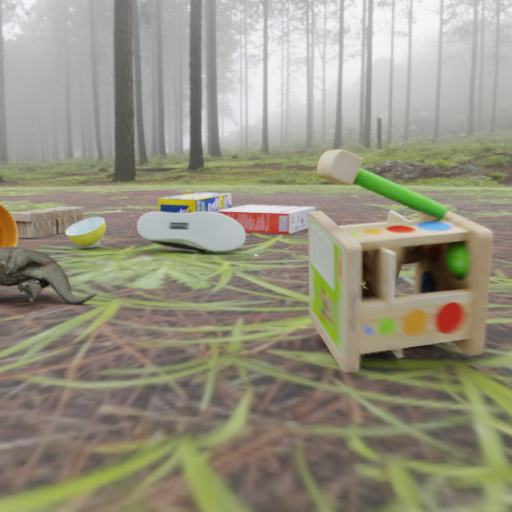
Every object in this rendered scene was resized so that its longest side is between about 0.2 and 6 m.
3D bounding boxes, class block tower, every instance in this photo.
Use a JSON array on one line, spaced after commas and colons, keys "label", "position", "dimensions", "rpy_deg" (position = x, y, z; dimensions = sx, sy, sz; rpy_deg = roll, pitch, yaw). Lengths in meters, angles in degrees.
[{"label": "block tower", "position": [-5.528, -0.911, 14.933], "dimensions": [0.644, 0.690, 2.385], "rpy_deg": [3, 8, 16]}]

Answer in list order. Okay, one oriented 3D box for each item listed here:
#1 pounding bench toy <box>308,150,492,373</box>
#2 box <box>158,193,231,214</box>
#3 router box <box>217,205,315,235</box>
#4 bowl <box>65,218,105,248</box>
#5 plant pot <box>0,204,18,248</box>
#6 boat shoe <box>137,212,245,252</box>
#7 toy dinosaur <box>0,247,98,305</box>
[{"label": "pounding bench toy", "position": [1.365, -0.101, 5.291], "dimensions": [1.491, 1.911, 1.187], "rpy_deg": [-6, 19, -9]}, {"label": "box", "position": [-1.622, -1.214, 15.696], "dimensions": [1.088, 0.998, 3.106], "rpy_deg": [3, 9, 14]}, {"label": "router box", "position": [0.354, -1.076, 16.097], "dimensions": [2.135, 0.581, 2.379], "rpy_deg": [4, 10, 23]}, {"label": "bowl", "position": [-3.657, -0.449, 12.226], "dimensions": [0.860, 0.463, 0.860], "rpy_deg": [-11, 27, 6]}, {"label": "plant pot", "position": [-5.365, -0.383, 10.609], "dimensions": [1.078, 1.177, 1.177], "rpy_deg": [-14, 3, 24]}, {"label": "boat shoe", "position": [-1.320, -0.495, 11.803], "dimensions": [2.274, 0.804, 0.724], "rpy_deg": [8, -14, 8]}, {"label": "toy dinosaur", "position": [-3.231, 0.182, 7.528], "dimensions": [2.307, 0.888, 1.180], "rpy_deg": [-2, 16, 4]}]
